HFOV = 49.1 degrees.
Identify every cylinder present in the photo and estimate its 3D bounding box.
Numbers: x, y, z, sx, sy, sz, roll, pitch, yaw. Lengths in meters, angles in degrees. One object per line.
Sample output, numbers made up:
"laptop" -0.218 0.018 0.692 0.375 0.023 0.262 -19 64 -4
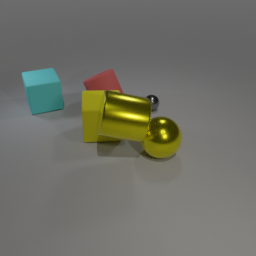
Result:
"cylinder" -1.008 -1.631 12.062 1.400 1.400 1.400 -22 16 7
"cylinder" -0.155 -0.359 8.628 1.400 1.400 1.400 10 30 -12

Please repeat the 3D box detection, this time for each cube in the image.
"cube" -0.972 -0.457 10.404 1.400 1.400 1.400 -2 37 -7
"cube" -3.747 -1.643 12.349 1.400 1.400 1.400 -14 40 -20

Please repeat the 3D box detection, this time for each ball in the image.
"ball" 1.093 0.310 9.319 1.400 1.400 1.400 0 31 0
"ball" 1.034 -1.115 12.319 0.700 0.700 0.700 0 31 0
